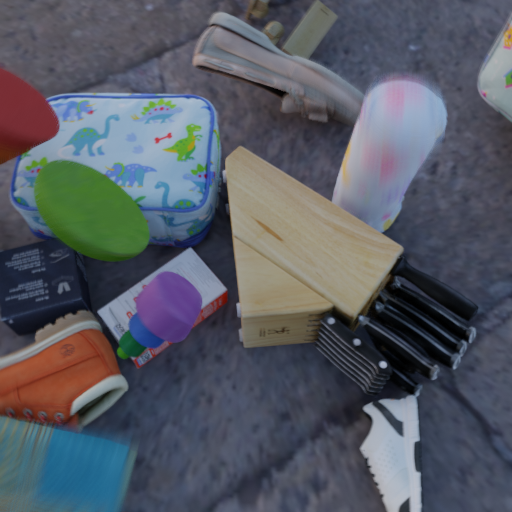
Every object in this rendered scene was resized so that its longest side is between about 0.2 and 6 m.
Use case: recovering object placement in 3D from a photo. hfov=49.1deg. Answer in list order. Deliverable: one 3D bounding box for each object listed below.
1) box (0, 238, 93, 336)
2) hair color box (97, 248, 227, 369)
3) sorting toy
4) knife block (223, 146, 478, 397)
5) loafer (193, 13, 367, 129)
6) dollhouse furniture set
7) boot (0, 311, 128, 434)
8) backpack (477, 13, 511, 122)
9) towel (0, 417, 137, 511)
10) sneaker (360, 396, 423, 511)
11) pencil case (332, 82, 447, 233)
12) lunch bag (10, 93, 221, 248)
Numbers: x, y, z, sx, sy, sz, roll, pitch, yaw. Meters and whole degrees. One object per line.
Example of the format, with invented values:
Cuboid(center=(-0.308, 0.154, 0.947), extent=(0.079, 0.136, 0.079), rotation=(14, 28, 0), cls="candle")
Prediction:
Cuboid(center=(-2.997, 0.411, 7.939), extent=(1.087, 0.649, 1.106), rotation=(-15, 61, -8), cls="box")
Cuboid(center=(-1.283, 0.715, 7.858), extent=(1.588, 0.508, 0.881), rotation=(-35, 70, -19), cls="hair color box")
Cuboid(center=(-2.598, -0.395, 7.134), extent=(1.521, 1.531, 4.415), rotation=(-43, 86, 23), cls="sorting toy")
Cuboid(center=(1.267, 0.129, 7.806), extent=(3.204, 1.168, 3.649), rotation=(-6, 61, -4), cls="knife block")
Cuboid(center=(0.413, -2.856, 9.413), extent=(3.103, 1.115, 0.975), rotation=(31, 88, 0), cls="loafer")
Cuboid(center=(0.584, -4.495, 10.753), extent=(1.477, 1.204, 1.405), rotation=(36, 87, -7), cls="dollhouse furniture set")
Cuboid(center=(-2.842, 1.855, 6.976), extent=(2.471, 0.927, 1.325), rotation=(-33, 66, -16), cls="boot")
Cuboid(center=(5.264, -2.755, 7.922), extent=(2.688, 3.082, 3.507), rotation=(-18, 54, -34), cls="backpack")
Cuboid(center=(-2.877, 2.839, 6.229), extent=(2.745, 0.298, 2.013), rotation=(13, 81, 1), cls="towel")
Cuboid(center=(1.654, 2.638, 6.815), extent=(0.741, 0.683, 1.853), rotation=(-3, 56, 13), cls="sneaker")
Cuboid(center=(1.773, -1.250, 7.817), extent=(1.092, 2.407, 1.001), rotation=(9, 61, 1), cls="pencil case")
Cuboid(center=(-2.015, -1.383, 8.592), extent=(2.955, 1.218, 2.375), rotation=(0, 63, 0), cls="lunch bag")
